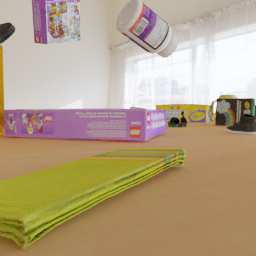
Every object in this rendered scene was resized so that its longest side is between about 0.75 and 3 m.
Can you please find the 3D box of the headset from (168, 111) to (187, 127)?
[{"bbox_3d":[1.631,-0.256,8.966,0.562,0.427,0.910,3,16,31],"label":"headset"}]

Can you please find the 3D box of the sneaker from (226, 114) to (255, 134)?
[{"bbox_3d":[2.637,-0.105,6.508,0.328,0.460,0.928,-3,4,-21],"label":"sneaker"}]

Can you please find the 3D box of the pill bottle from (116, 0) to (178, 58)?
[{"bbox_3d":[0.475,-2.165,6.290,1.391,0.775,0.775,26,-12,-35],"label":"pill bottle"}]

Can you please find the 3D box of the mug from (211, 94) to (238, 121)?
[{"bbox_3d":[4.663,-0.953,13.210,1.217,1.248,1.520,3,5,29],"label":"mug"}]

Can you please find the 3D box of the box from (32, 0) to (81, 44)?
[{"bbox_3d":[-1.578,-2.590,6.410,0.340,1.191,1.741,8,21,12],"label":"box"}]

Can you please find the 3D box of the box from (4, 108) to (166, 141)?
[{"bbox_3d":[-0.766,-0.133,5.960,2.893,0.566,1.980,1,4,17],"label":"box"}]

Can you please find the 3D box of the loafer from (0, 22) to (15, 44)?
[{"bbox_3d":[-4.081,-2.669,7.967,1.685,0.613,0.609,-27,-34,-10],"label":"loafer"}]

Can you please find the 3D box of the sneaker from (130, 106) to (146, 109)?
[{"bbox_3d":[0.534,-0.663,13.420,0.671,0.663,1.690,-5,16,-12],"label":"sneaker"}]

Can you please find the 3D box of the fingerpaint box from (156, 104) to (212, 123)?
[{"bbox_3d":[2.508,-0.674,12.416,2.168,0.795,1.808,2,4,24],"label":"fingerpaint box"}]

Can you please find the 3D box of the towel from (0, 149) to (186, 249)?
[{"bbox_3d":[-0.256,0.361,2.097,0.818,0.172,1.900,-4,2,31],"label":"towel"}]

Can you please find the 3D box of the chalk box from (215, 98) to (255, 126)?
[{"bbox_3d":[3.786,-0.530,9.375,1.501,0.937,0.930,3,6,27],"label":"chalk box"}]

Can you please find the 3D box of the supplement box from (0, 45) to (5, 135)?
[{"bbox_3d":[-4.229,-0.724,4.770,2.868,1.904,2.829,1,4,8],"label":"supplement box"}]
